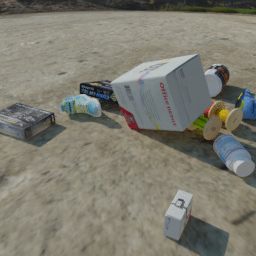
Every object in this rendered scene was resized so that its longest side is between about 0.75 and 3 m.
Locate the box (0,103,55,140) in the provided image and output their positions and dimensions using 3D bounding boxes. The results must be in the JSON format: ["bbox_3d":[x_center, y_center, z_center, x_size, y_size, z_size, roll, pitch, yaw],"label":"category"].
[{"bbox_3d":[-4.454,-0.329,11.726,2.186,0.528,1.731,14,32,23],"label":"box"}]

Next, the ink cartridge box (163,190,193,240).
[{"bbox_3d":[1.273,2.181,7.048,0.416,0.725,0.998,15,32,24],"label":"ink cartridge box"}]

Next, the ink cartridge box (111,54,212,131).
[{"bbox_3d":[1.287,-1.327,10.764,2.121,2.130,2.932,-37,26,-33],"label":"ink cartridge box"}]

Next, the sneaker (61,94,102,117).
[{"bbox_3d":[-2.145,-0.879,12.444,1.393,0.848,2.133,-15,23,-29],"label":"sneaker"}]

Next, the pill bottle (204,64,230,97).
[{"bbox_3d":[4.692,-2.675,15.113,1.318,1.318,2.482,15,33,25],"label":"pill bottle"}]

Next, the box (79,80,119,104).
[{"bbox_3d":[-0.728,-1.861,13.962,2.454,0.610,2.436,17,22,26],"label":"box"}]

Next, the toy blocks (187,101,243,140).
[{"bbox_3d":[3.046,-0.685,11.923,2.255,0.982,2.705,-18,33,-28],"label":"toy blocks"}]

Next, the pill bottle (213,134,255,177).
[{"bbox_3d":[3.497,0.898,9.252,0.822,0.822,1.512,-4,30,-8],"label":"pill bottle"}]

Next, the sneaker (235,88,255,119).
[{"bbox_3d":[5.543,-1.062,12.901,1.000,0.841,2.552,26,33,10],"label":"sneaker"}]
